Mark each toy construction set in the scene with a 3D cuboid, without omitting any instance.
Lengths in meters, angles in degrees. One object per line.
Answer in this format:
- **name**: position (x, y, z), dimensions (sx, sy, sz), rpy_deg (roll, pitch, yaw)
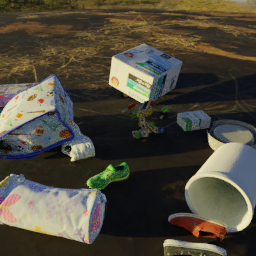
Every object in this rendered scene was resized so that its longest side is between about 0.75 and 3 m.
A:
- **toy construction set**: position (0.479, -0.299, 10.835), dimensions (1.760, 1.468, 1.352), rpy_deg (27, 43, 31)

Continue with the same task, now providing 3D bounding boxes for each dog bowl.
- **dog bowl**: position (3.924, 0.387, 10.490), dimensions (1.974, 0.579, 1.974), rpy_deg (0, 30, 0)

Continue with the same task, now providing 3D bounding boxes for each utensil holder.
- **utensil holder**: position (2.696, 1.488, 7.538), dimensions (1.666, 1.666, 1.961), rpy_deg (19, 32, 29)

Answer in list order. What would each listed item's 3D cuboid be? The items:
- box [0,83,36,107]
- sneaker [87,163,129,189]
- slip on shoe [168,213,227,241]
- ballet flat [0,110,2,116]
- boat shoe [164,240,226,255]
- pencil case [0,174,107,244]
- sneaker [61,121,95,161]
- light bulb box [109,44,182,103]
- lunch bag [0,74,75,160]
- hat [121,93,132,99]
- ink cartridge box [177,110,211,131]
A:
- **box**: position (-5.405, -1.699, 14.193), dimensions (2.639, 0.516, 1.806), rpy_deg (-4, 30, -8)
- **sneaker**: position (-0.625, 1.420, 8.653), dimensions (1.443, 0.603, 0.534), rpy_deg (-19, 36, -28)
- **slip on shoe**: position (1.700, 2.458, 6.983), dimensions (1.436, 0.532, 0.439), rpy_deg (9, 53, 19)
- **ballet flat**: position (-5.517, 0.222, 10.728), dimensions (0.902, 0.976, 2.894), rpy_deg (-25, 23, 13)
- **boat shoe**: position (1.501, 2.863, 6.354), dimensions (1.396, 0.479, 0.395), rpy_deg (4, 49, 11)
- **pencil case**: position (-1.969, 1.989, 7.045), dimensions (2.799, 1.164, 1.270), rpy_deg (8, 59, 12)
- **sneaker**: position (-2.103, 0.413, 10.240), dimensions (0.918, 0.806, 2.291), rpy_deg (-21, 36, -27)
- **light bulb box**: position (0.884, -2.829, 14.410), dimensions (2.617, 1.647, 2.640), rpy_deg (32, 45, 24)
- **lunch bag**: position (-3.462, -0.246, 10.127), dimensions (2.838, 1.757, 2.412), rpy_deg (-23, 39, 4)
- **hat**: position (-0.017, -1.776, 14.549), dimensions (0.784, 0.316, 0.784), rpy_deg (1, 29, 0)
- **ink cartridge box**: position (2.772, -0.318, 11.816), dimensions (1.155, 0.480, 0.847), rpy_deg (-8, 31, -13)
